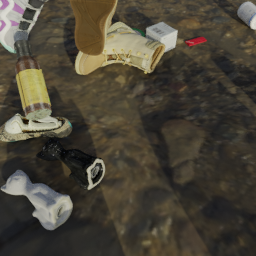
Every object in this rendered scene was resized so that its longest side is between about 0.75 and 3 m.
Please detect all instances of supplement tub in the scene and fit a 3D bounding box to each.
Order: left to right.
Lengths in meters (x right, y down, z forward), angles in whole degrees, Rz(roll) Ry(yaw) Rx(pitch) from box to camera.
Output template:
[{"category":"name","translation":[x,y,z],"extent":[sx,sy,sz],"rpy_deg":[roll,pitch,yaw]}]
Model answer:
[{"category":"supplement tub","translation":[5.218,-4.739,11.800],"extent":[0.729,0.729,1.105],"rpy_deg":[-11,50,-10]}]

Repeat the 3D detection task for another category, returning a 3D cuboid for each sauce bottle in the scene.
[{"category":"sauce bottle","translation":[-2.128,-1.083,6.116],"extent":[0.584,0.584,1.806],"rpy_deg":[-14,76,-12]}]

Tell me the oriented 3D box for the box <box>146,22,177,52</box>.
[{"category":"box","translation":[1.251,-3.401,10.602],"extent":[0.866,0.742,0.862],"rpy_deg":[-30,55,-26]}]

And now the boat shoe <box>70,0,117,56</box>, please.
[{"category":"boat shoe","translation":[-0.698,-2.682,5.913],"extent":[0.924,2.593,0.837],"rpy_deg":[15,62,-8]}]

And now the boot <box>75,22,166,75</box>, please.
[{"category":"boot","translation":[-0.224,-2.449,9.647],"extent":[2.170,1.016,2.792],"rpy_deg":[32,57,20]}]

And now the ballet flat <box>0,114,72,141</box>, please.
[{"category":"ballet flat","translation":[-2.618,-0.086,7.628],"extent":[2.124,0.800,0.720],"rpy_deg":[-3,60,-2]}]

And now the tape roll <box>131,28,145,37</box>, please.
[{"category":"tape roll","translation":[0.151,-3.574,11.088],"extent":[1.037,0.249,1.037],"rpy_deg":[0,49,0]}]

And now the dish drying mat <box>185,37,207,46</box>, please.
[{"category":"dish drying mat","translation":[2.689,-3.440,11.085],"extent":[0.837,0.076,0.322],"rpy_deg":[-20,51,-17]}]

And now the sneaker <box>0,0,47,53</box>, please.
[{"category":"sneaker","translation":[-2.164,-3.059,6.567],"extent":[1.923,2.750,1.069],"rpy_deg":[14,24,17]}]

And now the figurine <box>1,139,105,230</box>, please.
[{"category":"figurine","translation":[-1.843,1.157,6.678],"extent":[1.867,0.824,1.913],"rpy_deg":[22,52,28]}]
